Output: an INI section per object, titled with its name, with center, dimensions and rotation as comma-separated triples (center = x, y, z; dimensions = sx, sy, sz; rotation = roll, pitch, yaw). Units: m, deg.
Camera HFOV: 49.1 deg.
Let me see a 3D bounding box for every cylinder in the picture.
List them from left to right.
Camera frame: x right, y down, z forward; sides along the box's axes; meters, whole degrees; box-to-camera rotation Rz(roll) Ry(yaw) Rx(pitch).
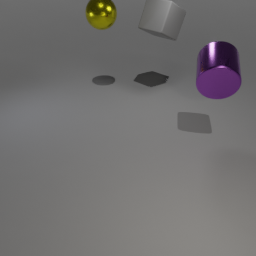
[cylinder]
center = 3.014, -1.925, 9.381
dimensions = 1.400, 1.400, 1.400
rotation = 6, 51, 10

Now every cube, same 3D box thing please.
[cube]
center = 1.580, -5.013, 12.953
dimensions = 1.400, 1.400, 1.400
rotation = 28, 17, 35

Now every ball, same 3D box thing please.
[ball]
center = -1.186, -5.086, 12.418
dimensions = 1.400, 1.400, 1.400
rotation = 0, 31, 0
